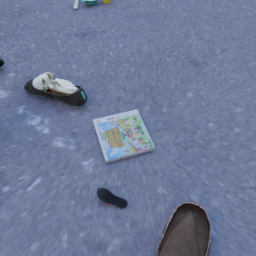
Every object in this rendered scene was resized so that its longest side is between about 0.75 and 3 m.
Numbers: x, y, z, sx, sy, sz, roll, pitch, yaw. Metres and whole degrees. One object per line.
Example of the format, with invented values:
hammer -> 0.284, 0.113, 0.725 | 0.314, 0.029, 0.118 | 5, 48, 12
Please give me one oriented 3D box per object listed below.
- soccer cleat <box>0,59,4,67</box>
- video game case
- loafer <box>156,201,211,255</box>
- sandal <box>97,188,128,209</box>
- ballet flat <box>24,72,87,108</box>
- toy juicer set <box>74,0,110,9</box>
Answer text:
soccer cleat -> -4.808, -1.856, 9.065 | 1.606, 0.542, 0.651 | -17, 73, -15
video game case -> -0.139, 0.173, 7.547 | 1.319, 0.160, 1.449 | -14, 52, -11
loafer -> 0.970, 2.495, 5.090 | 1.005, 0.977, 2.752 | 17, 52, 13
sandal -> -0.379, 1.620, 6.375 | 0.769, 0.173, 0.289 | 26, 59, 3
ballet flat -> -2.191, -1.257, 8.357 | 2.157, 0.738, 0.733 | 16, 53, 13
toy juicer set -> -1.689, -5.770, 12.269 | 1.718, 0.467, 1.093 | -17, 53, -13
